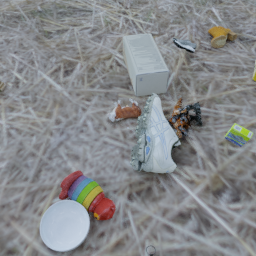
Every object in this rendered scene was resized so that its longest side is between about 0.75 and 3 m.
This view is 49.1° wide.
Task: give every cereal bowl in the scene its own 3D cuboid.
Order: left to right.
[{"bbox_3d":[-1.546,2.453,6.992,1.207,0.502,1.207,2,61,-3],"label":"cereal bowl"}]

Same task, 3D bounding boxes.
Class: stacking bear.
[{"bbox_3d":[-0.990,1.871,7.442,1.485,0.902,0.845,34,44,17],"label":"stacking bear"}]

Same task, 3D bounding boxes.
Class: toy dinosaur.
[{"bbox_3d":[1.908,-0.439,9.585,1.163,0.875,1.713,-9,68,13],"label":"toy dinosaur"}]

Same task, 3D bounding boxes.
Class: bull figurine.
[{"bbox_3d":[-0.156,-0.622,9.899,1.241,0.404,0.753,-6,76,-14],"label":"bull figurine"}]

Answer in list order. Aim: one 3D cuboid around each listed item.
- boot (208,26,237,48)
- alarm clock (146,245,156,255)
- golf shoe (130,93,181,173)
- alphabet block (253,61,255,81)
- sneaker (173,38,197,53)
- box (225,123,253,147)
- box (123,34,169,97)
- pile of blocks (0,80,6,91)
[{"bbox_3d":[4.225,-4.394,13.380,1.703,0.599,1.219,-23,46,-25],"label":"boot"},{"bbox_3d":[0.603,3.270,6.406,0.773,0.381,1.146,-5,50,-4],"label":"alarm clock"},{"bbox_3d":[0.970,0.186,8.983,1.437,1.157,2.955,17,53,-8],"label":"golf shoe"},{"bbox_3d":[6.016,-2.731,11.178,1.509,1.501,1.537,15,48,16],"label":"alphabet block"},{"bbox_3d":[1.875,-2.796,9.299,0.850,0.314,0.337,28,91,12],"label":"sneaker"},{"bbox_3d":[2.699,0.199,6.892,0.479,0.786,0.187,31,74,14],"label":"box"},{"bbox_3d":[0.644,-2.612,11.321,1.318,1.079,2.775,-7,48,-6],"label":"box"},{"bbox_3d":[-5.399,-1.413,10.630,0.648,0.491,1.580,28,54,23],"label":"pile of blocks"}]
